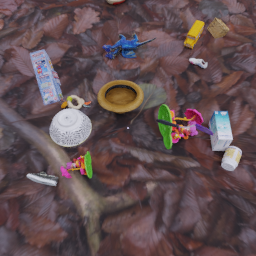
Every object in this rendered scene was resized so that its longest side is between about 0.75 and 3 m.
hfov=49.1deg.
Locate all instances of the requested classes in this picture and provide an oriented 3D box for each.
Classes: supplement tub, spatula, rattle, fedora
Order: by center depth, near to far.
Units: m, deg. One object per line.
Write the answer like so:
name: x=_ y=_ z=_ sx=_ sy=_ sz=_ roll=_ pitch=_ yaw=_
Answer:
spatula: x=1.154 y=-0.041 z=5.789 sx=1.211 sy=0.342 sz=0.124 roll=11 pitch=76 yaw=20
supplement tub: x=3.743 y=1.106 z=10.153 sx=0.558 sy=0.558 sz=0.767 roll=26 pitch=62 yaw=15
fedora: x=-0.290 y=-1.146 z=11.431 sx=1.869 sy=0.762 sz=1.869 roll=-1 pitch=55 yaw=2
rattle: x=-2.146 y=-0.937 z=11.698 sx=1.018 sy=0.728 sz=0.663 roll=-1 pitch=51 yaw=-41

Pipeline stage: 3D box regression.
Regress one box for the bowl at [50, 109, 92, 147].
bowl: x=-2.287 y=-0.184 z=10.838 sx=1.668 sy=0.783 sz=1.668 roll=0 pitch=58 yaw=1

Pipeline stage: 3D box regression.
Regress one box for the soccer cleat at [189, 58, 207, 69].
soccer cleat: x=3.251 y=-3.060 z=12.880 sx=0.891 sy=0.385 sz=0.311 roll=31 pitch=63 yaw=18

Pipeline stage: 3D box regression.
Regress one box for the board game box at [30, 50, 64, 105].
board game box: x=-2.210 y=-1.400 z=7.798 sx=0.435 sy=1.412 sz=1.411 roll=-16 pitch=100 yaw=-2

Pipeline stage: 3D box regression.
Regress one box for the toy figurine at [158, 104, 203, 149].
toy figurine: x=2.137 y=-0.111 z=10.730 sx=1.571 sy=1.281 sz=1.706 roll=-5 pitch=79 yaw=-14

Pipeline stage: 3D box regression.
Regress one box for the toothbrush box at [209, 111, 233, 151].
toothbrush box: x=3.470 y=0.116 z=10.566 sx=0.534 sy=0.917 sz=1.253 roll=1 pitch=59 yaw=1

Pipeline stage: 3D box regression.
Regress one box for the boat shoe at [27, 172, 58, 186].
boat shoe: x=-3.001 y=1.749 z=9.880 sx=1.086 sy=0.384 sz=0.346 roll=15 pitch=59 yaw=0

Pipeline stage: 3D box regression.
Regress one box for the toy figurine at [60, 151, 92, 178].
toy figurine: x=-1.879 y=1.361 z=9.982 sx=1.031 sy=0.841 sz=1.120 roll=-11 pitch=36 yaw=4

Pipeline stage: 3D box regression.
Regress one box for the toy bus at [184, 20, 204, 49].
toy bus: x=3.229 y=-4.562 z=13.700 sx=0.491 sy=0.591 sz=1.509 roll=24 pitch=61 yaw=14

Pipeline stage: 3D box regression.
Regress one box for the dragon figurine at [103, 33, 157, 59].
dragon figurine: x=0.073 y=-3.752 z=13.118 sx=2.447 sy=0.720 sz=1.217 roll=4 pitch=58 yaw=3

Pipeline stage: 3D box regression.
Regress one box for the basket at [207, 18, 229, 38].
basket: x=4.574 y=-4.991 z=14.157 sx=0.646 sy=0.674 sz=0.905 roll=1 pitch=51 yaw=-39

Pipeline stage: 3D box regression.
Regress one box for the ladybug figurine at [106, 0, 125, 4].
ladybug figurine: x=-0.600 y=-7.169 z=15.404 sx=1.340 sy=0.482 sz=0.910 roll=-19 pitch=59 yaw=-11
